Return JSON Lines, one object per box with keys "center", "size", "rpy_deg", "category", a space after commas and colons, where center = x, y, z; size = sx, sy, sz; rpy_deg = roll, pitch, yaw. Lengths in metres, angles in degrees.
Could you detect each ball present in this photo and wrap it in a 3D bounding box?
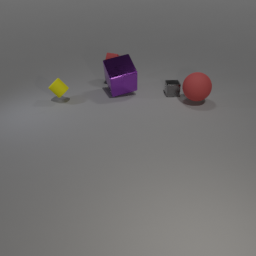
{"center": [3.361, -2.007, 13.642], "size": [1.400, 1.400, 1.400], "rpy_deg": [0, 30, 0], "category": "ball"}

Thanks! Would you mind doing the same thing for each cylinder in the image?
{"center": [-3.392, -1.959, 13.700], "size": [0.700, 0.700, 0.700], "rpy_deg": [-40, 20, 17], "category": "cylinder"}

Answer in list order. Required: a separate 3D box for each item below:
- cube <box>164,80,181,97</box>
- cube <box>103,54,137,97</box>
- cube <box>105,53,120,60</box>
{"center": [2.344, -2.091, 14.819], "size": [0.700, 0.700, 0.700], "rpy_deg": [-2, 30, -3], "category": "cube"}
{"center": [-0.386, -2.698, 14.429], "size": [1.400, 1.400, 1.400], "rpy_deg": [-16, 58, -9], "category": "cube"}
{"center": [-0.776, -3.655, 15.340], "size": [0.700, 0.700, 0.700], "rpy_deg": [15, 3, 29], "category": "cube"}
